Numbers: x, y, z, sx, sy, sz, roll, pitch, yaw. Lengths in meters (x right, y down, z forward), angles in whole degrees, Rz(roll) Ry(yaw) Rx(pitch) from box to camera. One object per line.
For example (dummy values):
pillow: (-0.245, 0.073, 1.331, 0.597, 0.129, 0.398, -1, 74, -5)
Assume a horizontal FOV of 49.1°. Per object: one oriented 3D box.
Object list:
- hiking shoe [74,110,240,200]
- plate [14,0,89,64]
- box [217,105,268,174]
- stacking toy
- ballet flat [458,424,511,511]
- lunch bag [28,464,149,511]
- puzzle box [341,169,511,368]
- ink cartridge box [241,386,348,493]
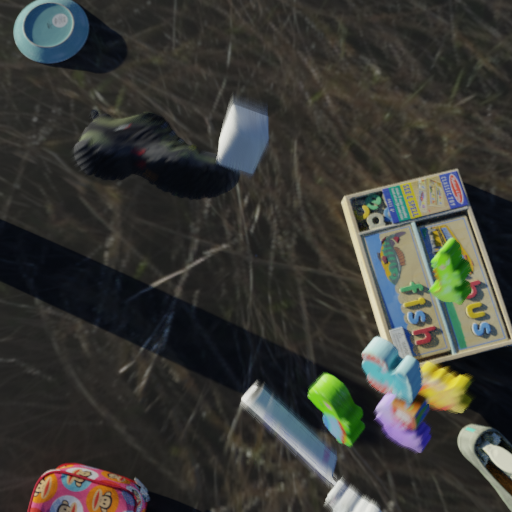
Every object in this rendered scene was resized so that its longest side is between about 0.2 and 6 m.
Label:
hiking shoe: (-1.362, -1.626, 8.236, 2.376, 0.900, 1.196, 12, 58, -11)
plate: (-3.903, -4.328, 10.606, 1.431, 0.183, 1.431, 0, 77, 1)
box: (-0.188, -1.639, 7.873, 0.553, 0.645, 0.642, 17, 40, -14)
stacking toy: (1.816, 1.809, 7.332, 0.826, 3.517, 2.652, 24, 56, 38)
ballet flat: (4.073, 3.514, 8.599, 2.224, 0.708, 0.749, 44, 76, 9)
lunch bag: (-2.521, 4.343, 8.334, 1.891, 0.880, 2.147, 15, 78, 3)
puzzle box: (2.881, 0.234, 9.487, 2.088, 0.399, 3.139, -14, 78, -4)
ink cartridge box: (0.488, 2.166, 6.712, 1.528, 0.723, 0.283, 45, 76, 1)
